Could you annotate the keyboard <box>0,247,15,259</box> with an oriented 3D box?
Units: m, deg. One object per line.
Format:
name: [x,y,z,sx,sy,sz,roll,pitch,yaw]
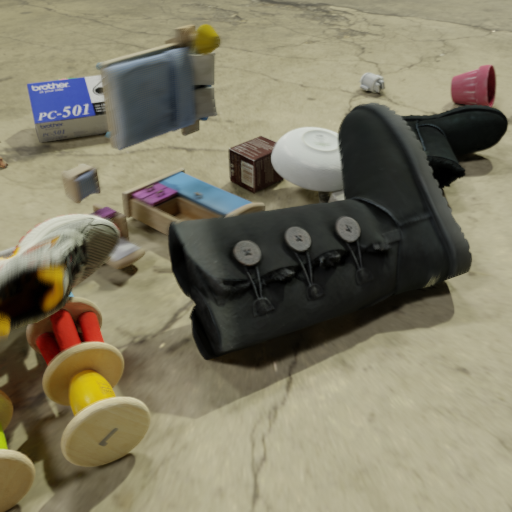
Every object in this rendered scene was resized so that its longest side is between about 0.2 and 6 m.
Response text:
keyboard: [-3.987,0.721,6.004,0.247,1.305,4.637,47,39,10]

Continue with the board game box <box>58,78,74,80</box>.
board game box: [-4.401,-4.001,14.099,1.476,0.357,1.952,-2,38,-4]

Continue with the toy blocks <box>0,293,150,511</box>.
toy blocks: [-2.690,1.351,6.412,2.188,0.954,2.626,-19,41,-23]

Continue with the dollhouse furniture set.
dollhouse furniture set: [-1.346,-1.684,8.574,2.043,3.131,2.956,25,40,31]

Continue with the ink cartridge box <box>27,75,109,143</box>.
ink cartridge box: [-3.638,-3.457,12.818,2.822,0.624,1.327,-13,60,-17]

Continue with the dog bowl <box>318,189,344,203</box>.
dog bowl: [1.940,-0.974,9.923,1.755,0.515,1.755,-1,37,0]

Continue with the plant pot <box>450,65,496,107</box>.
plant pot: [5.364,-4.166,13.888,0.912,1.019,1.019,6,34,34]

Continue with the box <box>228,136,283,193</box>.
box: [0.022,-1.775,10.811,0.871,0.723,0.715,-30,45,-34]

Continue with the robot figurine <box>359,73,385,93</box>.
robot figurine: [3.059,-4.576,14.806,0.649,0.432,0.766,-33,46,-17]

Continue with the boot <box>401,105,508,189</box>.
boot: [3.686,-2.096,11.024,2.695,0.997,2.208,-1,34,11]

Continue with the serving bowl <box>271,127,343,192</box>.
serving bowl: [1.116,-1.863,10.106,1.643,0.540,1.643,5,42,-5]

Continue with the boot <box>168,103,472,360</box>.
boot: [0.633,-0.571,8.042,3.994,1.311,3.292,-16,63,-17]

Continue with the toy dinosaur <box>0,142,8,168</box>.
toy dinosaur: [-5.549,-2.034,11.485,0.899,0.386,0.609,-4,43,3]

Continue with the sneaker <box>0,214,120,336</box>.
sneaker: [-2.345,0.247,6.362,0.973,0.922,2.368,8,31,28]
